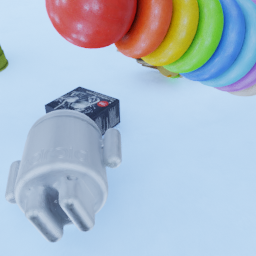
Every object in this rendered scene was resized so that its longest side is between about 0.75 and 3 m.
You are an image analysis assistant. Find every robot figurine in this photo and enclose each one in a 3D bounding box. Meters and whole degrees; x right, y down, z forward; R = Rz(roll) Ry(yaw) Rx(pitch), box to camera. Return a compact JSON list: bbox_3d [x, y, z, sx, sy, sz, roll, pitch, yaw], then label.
[{"bbox_3d":[-1.157,0.656,5.130,2.253,1.500,2.657,-17,35,1],"label":"robot figurine"}]

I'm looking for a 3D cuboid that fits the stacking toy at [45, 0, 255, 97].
[{"bbox_3d":[0.522,-0.999,2.938,2.789,1.191,1.191,0,30,-33],"label":"stacking toy"}]

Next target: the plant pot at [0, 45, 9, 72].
[{"bbox_3d":[-5.960,-3.349,10.123,2.586,2.490,2.586,0,35,0],"label":"plant pot"}]

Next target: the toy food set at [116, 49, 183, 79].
[{"bbox_3d":[0.957,-2.115,9.621,2.679,0.538,1.849,9,11,-25],"label":"toy food set"}]

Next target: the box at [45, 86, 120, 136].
[{"bbox_3d":[-1.147,-0.361,7.288,1.440,0.750,1.311,21,41,28],"label":"box"}]
